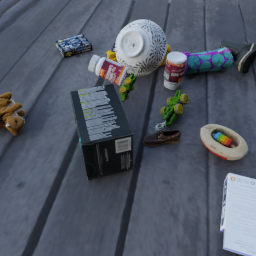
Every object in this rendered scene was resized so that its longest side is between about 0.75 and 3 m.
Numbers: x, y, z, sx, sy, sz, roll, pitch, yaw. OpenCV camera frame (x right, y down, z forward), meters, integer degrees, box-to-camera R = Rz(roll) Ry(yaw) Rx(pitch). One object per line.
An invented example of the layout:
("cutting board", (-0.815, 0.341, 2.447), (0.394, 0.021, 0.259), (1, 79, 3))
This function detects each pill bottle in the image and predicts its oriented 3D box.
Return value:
("pill bottle", (-0.657, -1.938, 9.320), (1.208, 0.662, 0.662), (23, 49, 0))
("pill bottle", (1.916, -2.341, 11.586), (0.803, 1.406, 0.803), (1, 45, -1))

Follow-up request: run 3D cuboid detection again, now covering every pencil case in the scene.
("pencil case", (3.431, -3.020, 12.497), (2.288, 1.057, 0.974), (-10, 47, -8))

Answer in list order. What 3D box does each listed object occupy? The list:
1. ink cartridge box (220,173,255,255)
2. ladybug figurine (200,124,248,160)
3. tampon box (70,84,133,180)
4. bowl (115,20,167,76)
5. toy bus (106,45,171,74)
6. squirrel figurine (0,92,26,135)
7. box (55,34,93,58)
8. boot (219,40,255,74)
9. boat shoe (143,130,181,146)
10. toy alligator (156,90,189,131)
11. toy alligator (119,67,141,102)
("ink cartridge box", (3.788, 2.548, 7.556), (2.399, 0.525, 2.421), (13, 46, 12))
("ladybug figurine", (3.166, 0.507, 9.445), (1.153, 0.611, 1.699), (-33, 55, -27))
("tampon box", (-0.863, 0.078, 9.021), (1.507, 1.789, 2.387), (-11, 47, -10))
("bowl", (0.322, -3.254, 11.084), (2.255, 2.255, 1.058), (21, 12, 19))
("toy bus", (0.464, -3.197, 12.732), (2.775, 0.903, 1.086), (-17, 45, -16))
("squirrel figurine", (-4.422, -0.341, 10.073), (1.466, 1.038, 1.369), (-23, 67, -12))
("box", (-2.710, -4.133, 14.030), (1.531, 0.352, 1.217), (-22, 50, -19))
("boot", (4.887, -3.359, 13.021), (1.762, 0.987, 2.548), (21, 37, 25))
("boat shoe", (1.191, 0.287, 9.770), (1.325, 0.466, 0.466), (-9, 49, -7))
("toy alligator", (1.645, -0.539, 10.456), (0.802, 0.581, 2.420), (-9, 35, 43))
("toy alligator", (0.023, -1.717, 10.805), (0.395, 0.544, 1.643), (19, 67, 23))
